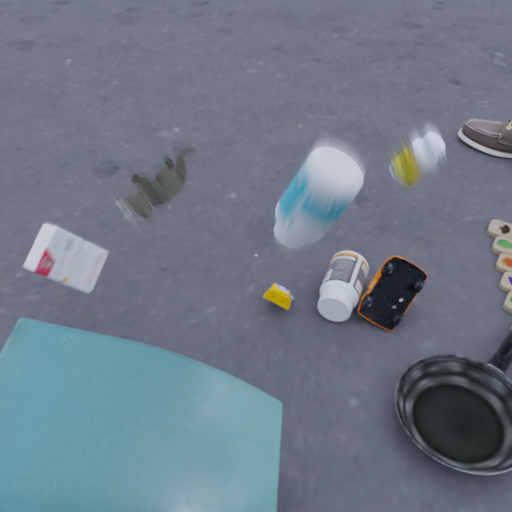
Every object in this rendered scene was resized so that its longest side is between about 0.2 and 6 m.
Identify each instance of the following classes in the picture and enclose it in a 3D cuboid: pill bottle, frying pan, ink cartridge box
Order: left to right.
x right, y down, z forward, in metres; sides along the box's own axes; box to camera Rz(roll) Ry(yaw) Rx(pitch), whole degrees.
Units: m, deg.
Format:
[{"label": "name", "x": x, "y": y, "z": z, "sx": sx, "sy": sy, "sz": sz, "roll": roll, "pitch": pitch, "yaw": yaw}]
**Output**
[{"label": "ink cartridge box", "x": -2.866, "y": 0.054, "z": 8.464, "sx": 0.427, "sy": 0.996, "sz": 0.735, "roll": 12, "pitch": 75, "yaw": 40}, {"label": "pill bottle", "x": 0.841, "y": -0.791, "z": 8.350, "sx": 0.867, "sy": 1.565, "sz": 0.867, "roll": 17, "pitch": 47, "yaw": -19}, {"label": "pill bottle", "x": 1.472, "y": 0.515, "z": 9.560, "sx": 0.687, "sy": 0.687, "sz": 1.180, "roll": 15, "pitch": 45, "yaw": 15}, {"label": "pill bottle", "x": 2.585, "y": -1.557, "z": 8.970, "sx": 0.488, "sy": 0.871, "sz": 0.488, "roll": 15, "pitch": 54, "yaw": -22}, {"label": "frying pan", "x": 3.114, "y": 1.828, "z": 8.301, "sx": 1.903, "sy": 0.512, "sz": 3.146, "roll": 15, "pitch": 43, "yaw": 15}]

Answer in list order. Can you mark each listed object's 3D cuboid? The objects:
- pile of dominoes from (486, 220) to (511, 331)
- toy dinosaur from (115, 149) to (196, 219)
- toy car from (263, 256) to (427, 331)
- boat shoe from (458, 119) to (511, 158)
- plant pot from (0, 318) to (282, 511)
[{"label": "pile of dominoes", "x": 5.826, "y": 0.570, "z": 9.545, "sx": 3.111, "sy": 0.635, "sz": 3.991, "roll": 7, "pitch": 43, "yaw": 7}, {"label": "toy dinosaur", "x": -1.547, "y": -1.135, "z": 9.219, "sx": 1.599, "sy": 0.615, "sz": 0.818, "roll": -31, "pitch": 51, "yaw": -7}, {"label": "toy car", "x": 1.474, "y": 0.399, "z": 9.422, "sx": 2.520, "sy": 1.236, "sz": 0.839, "roll": 12, "pitch": 12, "yaw": 3}, {"label": "boat shoe", "x": 6.183, "y": -2.708, "z": 12.872, "sx": 2.926, "sy": 0.871, "sz": 1.051, "roll": 26, "pitch": 49, "yaw": 25}, {"label": "plant pot", "x": -1.373, "y": 2.444, "z": 6.490, "sx": 3.199, "sy": 2.260, "sz": 2.261, "roll": 7, "pitch": 43, "yaw": -1}]
